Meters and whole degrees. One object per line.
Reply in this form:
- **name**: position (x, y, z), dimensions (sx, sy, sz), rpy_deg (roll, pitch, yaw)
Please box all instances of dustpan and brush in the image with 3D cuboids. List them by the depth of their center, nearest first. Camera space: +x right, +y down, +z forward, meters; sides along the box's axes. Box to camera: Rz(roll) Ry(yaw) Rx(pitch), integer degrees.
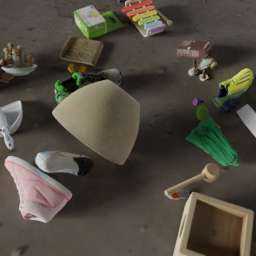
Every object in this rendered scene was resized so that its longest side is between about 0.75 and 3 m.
- **dustpan and brush**: position (-4.628, -0.053, 10.487), dimensions (1.790, 0.734, 2.565), rpy_deg (-26, 61, -16)

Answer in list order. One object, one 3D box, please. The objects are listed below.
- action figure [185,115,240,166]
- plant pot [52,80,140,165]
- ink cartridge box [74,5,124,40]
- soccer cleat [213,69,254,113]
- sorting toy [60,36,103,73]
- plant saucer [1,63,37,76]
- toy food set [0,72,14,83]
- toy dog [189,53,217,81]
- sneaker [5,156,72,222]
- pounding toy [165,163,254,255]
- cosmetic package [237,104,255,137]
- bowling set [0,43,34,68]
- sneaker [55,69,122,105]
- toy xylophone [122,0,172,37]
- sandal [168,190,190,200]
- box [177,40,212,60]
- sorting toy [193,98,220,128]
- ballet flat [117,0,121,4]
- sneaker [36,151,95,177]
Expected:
- **action figure**: position (3.144, 0.639, 9.870), dimensions (1.991, 0.544, 1.176), rpy_deg (44, 102, 5)
- **plant pot**: position (-0.702, -0.417, 9.108), dimensions (2.830, 2.830, 1.900), rpy_deg (39, 92, 22)
- **ink cartridge box**: position (-1.439, -5.426, 13.927), dimensions (2.016, 0.763, 1.490), rpy_deg (-27, 61, -16)
- **soccer cleat**: position (4.317, -1.719, 11.434), dimensions (1.047, 0.810, 2.504), rpy_deg (38, 65, -1)
- **sorting toy**: position (-2.214, -3.294, 12.872), dimensions (1.669, 0.300, 2.241), rpy_deg (14, 58, 3)
- **plant saucer**: position (-4.675, -2.507, 12.076), dimensions (1.429, 0.359, 1.429), rpy_deg (2, 21, -1)
- **toy food set**: position (-5.277, -2.259, 12.278), dimensions (0.567, 0.165, 0.821), rpy_deg (15, 53, 1)
- **toy dog**: position (3.330, -2.822, 12.296), dimensions (0.936, 0.684, 1.419), rpy_deg (28, 61, 17)
- **sneaker**: position (-3.252, 2.004, 8.993), dimensions (2.696, 1.015, 1.410), rpy_deg (27, 64, 18)
- **pounding toy**: position (2.249, 2.585, 8.440), dimensions (2.536, 1.320, 2.886), rpy_deg (16, 59, 10)
- **cosmetic package**: position (4.575, -0.133, 10.098), dimensions (0.511, 0.728, 1.435), rpy_deg (-36, 34, 17)
- **bowling set**: position (-4.922, -3.107, 12.027), dimensions (1.613, 0.866, 1.123), rpy_deg (17, 24, 20)
- **sneaker**: position (-1.545, -1.743, 11.288), dimensions (2.882, 1.228, 1.124), rpy_deg (-25, 60, -16)
- **toy xylophone**: position (1.020, -5.617, 14.104), dimensions (1.950, 0.669, 2.663), rpy_deg (-30, 62, -18)
- **sandal**: position (1.634, 2.243, 9.328), dimensions (0.888, 0.254, 0.340), rpy_deg (9, 58, -19)
- **box**: position (2.979, -3.524, 12.602), dimensions (1.387, 0.520, 0.695), rpy_deg (18, 56, 34)
- **sorting toy**: position (3.138, -0.492, 11.000), dimensions (0.578, 0.582, 1.680), rpy_deg (-2, 56, -29)
- **ballet flat**: position (-0.453, -7.173, 15.335), dimensions (0.284, 0.286, 0.836), rpy_deg (-3, 57, -1)
- **sneaker**: position (-1.991, 1.109, 9.183), dimensions (0.773, 2.133, 0.766), rpy_deg (30, 99, 44)
